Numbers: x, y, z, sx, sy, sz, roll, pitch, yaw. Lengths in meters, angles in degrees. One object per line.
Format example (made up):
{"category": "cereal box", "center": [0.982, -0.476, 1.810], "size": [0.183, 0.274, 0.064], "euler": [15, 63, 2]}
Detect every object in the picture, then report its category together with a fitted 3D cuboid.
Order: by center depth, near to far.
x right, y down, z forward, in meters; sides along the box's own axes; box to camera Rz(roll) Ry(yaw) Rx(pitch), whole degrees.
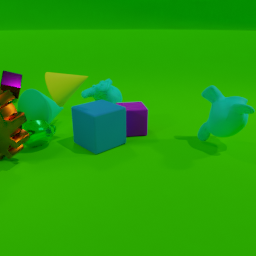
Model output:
{"category": "gear", "center": [-3.119, -0.240, 6.153], "size": [2.043, 2.043, 0.378], "euler": [10, 35, 24]}
{"category": "monkey head", "center": [2.351, -0.395, 7.080], "size": [1.257, 1.748, 1.053], "euler": [39, 51, -8]}
{"category": "cone", "center": [-1.438, -1.131, 7.086], "size": [0.944, 0.941, 0.941], "euler": [-20, 21, 5]}
{"category": "teapot", "center": [-2.361, 0.092, 7.089], "size": [0.810, 0.638, 1.303], "euler": [-35, -17, 37]}
{"category": "cube", "center": [-0.747, -0.068, 7.278], "size": [1.016, 1.016, 1.016], "euler": [-19, 28, -39]}
{"category": "cube", "center": [0.094, -0.261, 8.081], "size": [0.798, 0.798, 0.798], "euler": [-4, 22, -9]}
{"category": "cone", "center": [-2.406, -0.556, 8.514], "size": [1.276, 1.276, 1.281], "euler": [12, 14, 28]}
{"category": "monkey head", "center": [-0.866, -1.018, 9.643], "size": [1.284, 1.075, 1.785], "euler": [-22, 20, -4]}
{"category": "cube", "center": [-4.634, -1.706, 11.073], "size": [0.730, 0.730, 0.730], "euler": [10, 55, -24]}
